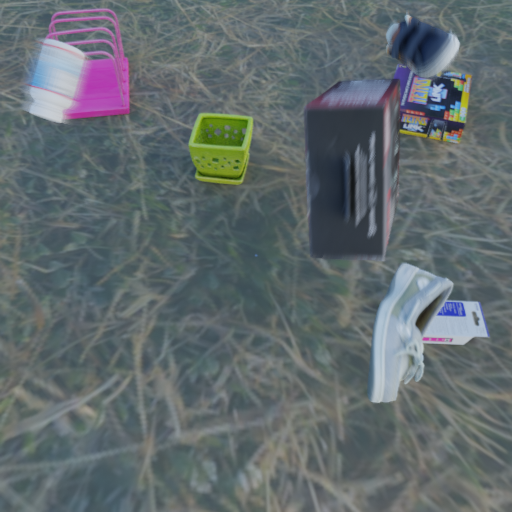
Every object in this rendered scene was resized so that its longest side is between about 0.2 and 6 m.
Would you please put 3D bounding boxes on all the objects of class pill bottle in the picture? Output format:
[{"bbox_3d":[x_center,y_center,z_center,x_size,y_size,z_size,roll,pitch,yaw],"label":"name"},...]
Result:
[{"bbox_3d":[-2.507,-2.164,6.987,0.498,0.498,0.916,19,94,17],"label":"pill bottle"}]

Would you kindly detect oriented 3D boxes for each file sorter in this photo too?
[{"bbox_3d":[-4.334,-4.979,14.320,1.853,1.673,2.667,-7,47,-6],"label":"file sorter"}]

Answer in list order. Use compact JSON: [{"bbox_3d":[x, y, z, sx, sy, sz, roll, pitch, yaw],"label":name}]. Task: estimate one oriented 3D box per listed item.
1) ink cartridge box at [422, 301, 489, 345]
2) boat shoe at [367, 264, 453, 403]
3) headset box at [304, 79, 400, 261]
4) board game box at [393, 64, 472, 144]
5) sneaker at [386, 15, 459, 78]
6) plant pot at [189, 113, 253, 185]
[{"bbox_3d":[3.033,1.107,9.518,1.621,0.301,0.768,1,46,4],"label":"ink cartridge box"},{"bbox_3d":[2.000,0.956,7.309,0.782,0.899,2.440,12,34,21],"label":"boat shoe"},{"bbox_3d":[1.466,-1.324,8.150,1.090,2.101,2.824,2,23,17],"label":"headset box"},{"bbox_3d":[4.262,-3.854,13.960,1.916,0.657,2.318,14,48,11],"label":"board game box"},{"bbox_3d":[2.874,-3.796,10.106,0.830,0.820,2.091,31,17,-16],"label":"sneaker"},{"bbox_3d":[-0.730,-2.260,12.133,1.223,1.115,1.229,6,47,5],"label":"plant pot"}]
